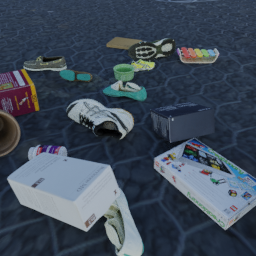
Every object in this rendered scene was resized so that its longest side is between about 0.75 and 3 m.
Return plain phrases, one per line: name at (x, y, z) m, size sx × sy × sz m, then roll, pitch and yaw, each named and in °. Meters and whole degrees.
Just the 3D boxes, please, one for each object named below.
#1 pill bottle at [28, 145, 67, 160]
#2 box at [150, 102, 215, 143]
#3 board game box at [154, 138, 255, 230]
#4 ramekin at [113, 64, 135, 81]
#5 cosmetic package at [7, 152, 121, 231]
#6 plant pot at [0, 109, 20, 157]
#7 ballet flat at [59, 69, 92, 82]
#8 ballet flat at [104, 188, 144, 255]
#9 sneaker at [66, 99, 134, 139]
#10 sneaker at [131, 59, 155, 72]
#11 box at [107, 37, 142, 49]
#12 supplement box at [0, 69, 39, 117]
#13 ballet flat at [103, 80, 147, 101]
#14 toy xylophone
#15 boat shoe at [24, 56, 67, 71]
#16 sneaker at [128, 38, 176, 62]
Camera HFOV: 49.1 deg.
pill bottle at (-2.330, 0.792, 8.140) m, size 1.015 × 0.571 × 0.571 m, roll 4°, pitch 36°, yaw 5°
box at (1.709, -0.235, 8.999) m, size 1.563 × 0.813 × 1.423 m, roll -11°, pitch 16°, yaw -15°
board game box at (2.133, 1.315, 7.517) m, size 1.620 × 0.444 × 2.566 m, roll -23°, pitch 42°, yaw -28°
ramekin at (-0.179, -2.520, 12.800) m, size 0.957 × 0.468 × 0.957 m, roll 0°, pitch 36°, yaw 0°
cosmetic package at (-1.542, 1.356, 6.555) m, size 2.455 × 0.909 × 1.248 m, roll 3°, pitch 31°, yaw 37°
plant pot at (-4.203, 0.034, 8.676) m, size 1.482 × 1.482 × 1.292 m, roll -18°, pitch 23°, yaw -24°
ballet flat at (-2.313, -2.381, 12.667) m, size 1.498 × 0.508 × 0.542 m, roll 5°, pitch 16°, yaw 7°
ballet flat at (-0.274, 2.003, 6.307) m, size 0.685 × 0.685 × 1.974 m, roll -12°, pitch 40°, yaw -16°
sneaker at (-1.072, -0.276, 9.326) m, size 2.439 × 0.922 × 1.069 m, roll 11°, pitch 38°, yaw 16°
sneaker at (0.741, -3.056, 13.532) m, size 1.267 × 0.484 × 0.478 m, roll -14°, pitch 36°, yaw -21°
box at (-0.189, -4.962, 16.416) m, size 1.740 × 0.185 × 1.422 m, roll 12°, pitch 37°, yaw 17°
supplement box at (-4.866, -1.105, 10.237) m, size 2.730 × 1.169 × 1.507 m, roll -18°, pitch 40°, yaw -23°
ballet flat at (-0.133, -1.591, 11.354) m, size 1.880 × 0.662 × 0.633 m, roll 12°, pitch 38°, yaw 17°
toy xylophone at (3.547, -3.852, 14.584) m, size 2.128 × 0.535 × 1.558 m, roll -4°, pitch 36°, yaw -6°
boat shoe at (-4.041, -3.167, 13.563) m, size 2.069 × 0.618 × 0.739 m, roll 0°, pitch 36°, yaw 0°
sneaker at (1.125, -4.120, 14.808) m, size 2.742 × 1.054 × 1.215 m, roll -13°, pitch 22°, yaw -24°
